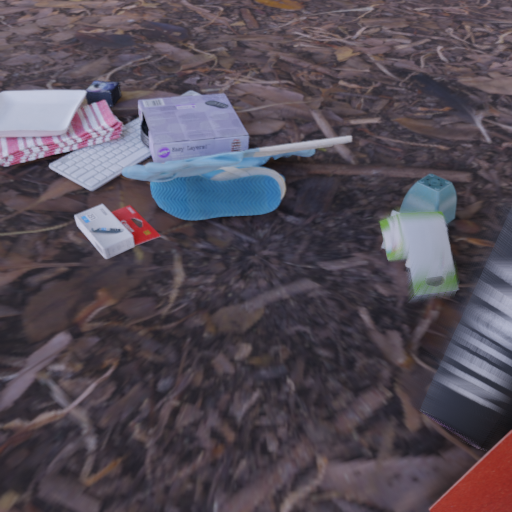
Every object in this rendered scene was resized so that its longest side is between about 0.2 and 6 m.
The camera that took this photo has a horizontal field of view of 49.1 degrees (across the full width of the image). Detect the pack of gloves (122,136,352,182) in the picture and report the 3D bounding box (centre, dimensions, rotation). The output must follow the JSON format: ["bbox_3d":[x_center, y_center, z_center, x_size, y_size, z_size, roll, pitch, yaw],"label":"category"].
[{"bbox_3d":[-0.487,-1.553,10.474,3.853,0.760,3.237,-9,11,-7],"label":"pack of gloves"}]

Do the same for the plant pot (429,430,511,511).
[{"bbox_3d":[3.420,2.422,5.169,2.276,2.274,2.006,-19,55,-22],"label":"plant pot"}]

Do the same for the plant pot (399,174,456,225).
[{"bbox_3d":[3.197,-1.028,10.301,0.782,0.799,0.784,-31,48,-32],"label":"plant pot"}]

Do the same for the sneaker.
[{"bbox_3d":[-0.721,-1.224,10.554,2.565,0.981,1.036,5,18,11],"label":"sneaker"}]

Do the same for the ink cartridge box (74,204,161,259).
[{"bbox_3d":[-2.512,-0.548,10.129,1.095,0.278,1.243,-26,46,-27],"label":"ink cartridge box"}]

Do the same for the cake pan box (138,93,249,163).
[{"bbox_3d":[-1.484,-2.909,12.600,2.223,0.581,2.047,-10,42,-17],"label":"cake pan box"}]

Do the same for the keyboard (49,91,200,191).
[{"bbox_3d":[-2.486,-2.781,12.874,1.306,0.247,4.641,24,45,26],"label":"keyboard"}]

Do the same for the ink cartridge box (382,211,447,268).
[{"bbox_3d":[2.712,-0.234,9.646,1.006,0.252,1.159,18,43,10],"label":"ink cartridge box"}]

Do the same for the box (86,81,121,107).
[{"bbox_3d":[-3.930,-4.179,14.435,0.693,0.427,0.687,5,41,7],"label":"box"}]

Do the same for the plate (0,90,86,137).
[{"bbox_3d":[-5.110,-3.230,12.846,2.094,0.338,2.089,-1,40,-1],"label":"plate"}]

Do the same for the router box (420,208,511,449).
[{"bbox_3d":[3.235,0.242,6.472,0.860,3.366,2.511,30,40,27],"label":"router box"}]

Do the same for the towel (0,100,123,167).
[{"bbox_3d":[-4.511,-2.864,12.642,2.726,0.408,1.995,-19,37,-17],"label":"towel"}]

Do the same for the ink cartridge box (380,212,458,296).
[{"bbox_3d":[2.550,-0.017,8.768,0.940,0.482,1.272,-4,80,-28],"label":"ink cartridge box"}]
